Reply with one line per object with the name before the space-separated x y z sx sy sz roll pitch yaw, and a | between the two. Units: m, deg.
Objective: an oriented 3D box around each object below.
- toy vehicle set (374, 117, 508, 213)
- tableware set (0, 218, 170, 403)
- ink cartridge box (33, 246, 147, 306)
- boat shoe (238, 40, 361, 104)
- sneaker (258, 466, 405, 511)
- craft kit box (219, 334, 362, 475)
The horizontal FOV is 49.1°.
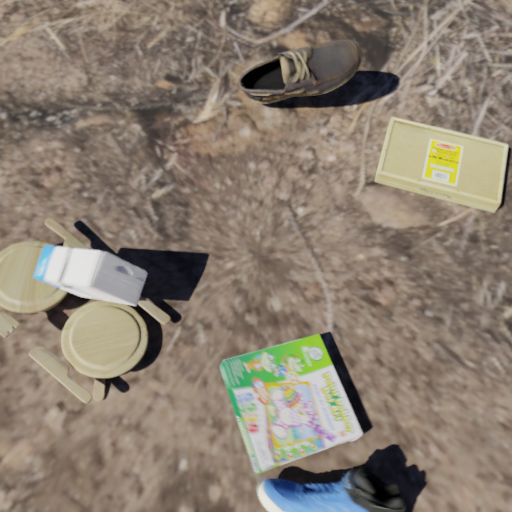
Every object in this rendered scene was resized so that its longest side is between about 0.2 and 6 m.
toy vehicle set | 3.539 -1.767 10.696 2.291 0.304 1.423 16 64 8
tableware set | -3.102 0.932 9.203 2.998 0.601 1.982 37 57 11
ink cartridge box | -2.554 0.299 8.640 1.389 1.017 0.597 6 73 37
boat shoe | 0.760 -3.390 10.466 2.421 0.888 0.902 -12 96 29
sneaker | 1.065 3.242 7.675 1.934 0.742 1.076 21 106 7
craft kit box | 0.505 2.185 8.470 1.680 0.413 1.701 -11 62 -24
